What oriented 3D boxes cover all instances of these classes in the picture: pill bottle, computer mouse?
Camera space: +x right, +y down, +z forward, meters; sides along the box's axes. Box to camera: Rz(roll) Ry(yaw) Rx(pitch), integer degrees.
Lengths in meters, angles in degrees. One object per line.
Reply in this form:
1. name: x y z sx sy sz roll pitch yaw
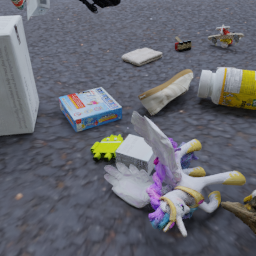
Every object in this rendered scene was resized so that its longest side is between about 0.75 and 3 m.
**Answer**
1. pill bottle: 3.367 -1.280 8.939 2.113 1.192 1.192 10 36 14
2. computer mouse: -0.999 -4.169 8.652 1.178 0.386 1.678 26 -9 -38

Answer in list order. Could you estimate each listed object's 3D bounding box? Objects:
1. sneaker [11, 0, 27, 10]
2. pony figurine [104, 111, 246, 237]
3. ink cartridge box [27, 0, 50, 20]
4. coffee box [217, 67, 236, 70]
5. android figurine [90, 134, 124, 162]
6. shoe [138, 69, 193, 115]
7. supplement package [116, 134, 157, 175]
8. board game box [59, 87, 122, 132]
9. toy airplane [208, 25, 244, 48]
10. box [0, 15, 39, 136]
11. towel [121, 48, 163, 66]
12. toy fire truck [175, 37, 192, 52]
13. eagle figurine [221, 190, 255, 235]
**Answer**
1. sneaker: -2.126 -2.645 5.360 0.308 0.409 0.875 -12 64 -2
2. pony figurine: 0.867 0.915 5.599 2.352 1.959 2.270 -12 44 -42
3. ink cartridge box: -2.695 -4.003 8.296 0.394 1.335 1.667 -3 7 -28
4. coffee box: 3.679 -1.748 10.203 0.705 0.492 1.234 2 35 3
5. android figurine: -0.485 0.485 7.150 0.921 0.208 1.011 -2 34 28
6. shoe: 1.405 -1.228 9.362 2.790 0.745 0.975 -32 1 -40
7. supplement package: 0.231 0.672 6.675 0.807 0.594 0.772 15 38 20
8. board game box: -1.178 -0.623 8.664 1.493 0.426 1.525 -17 39 -22
9. toy airplane: 4.708 -4.360 13.543 1.316 0.933 1.322 8 1 -9
10. box: -4.137 -1.346 7.582 2.849 2.834 1.862 -5 35 -7
11. towel: 0.657 -3.198 12.450 1.098 0.286 1.656 29 44 35
12. toy fire truck: 2.528 -4.088 13.560 0.785 0.574 0.892 -22 29 -26
13. eagle figurine: 3.071 1.030 5.161 2.909 2.207 2.195 -30 25 -28
